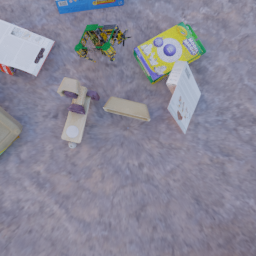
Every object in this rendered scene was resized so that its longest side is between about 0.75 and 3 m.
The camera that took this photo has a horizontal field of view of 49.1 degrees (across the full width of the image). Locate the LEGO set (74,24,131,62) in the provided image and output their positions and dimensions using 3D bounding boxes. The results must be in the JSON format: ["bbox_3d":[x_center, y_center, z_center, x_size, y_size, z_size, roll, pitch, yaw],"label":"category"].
[{"bbox_3d":[-0.782,-2.657,9.128,1.703,0.987,1.310,1,68,29],"label":"LEGO set"}]

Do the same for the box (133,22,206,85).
[{"bbox_3d":[1.431,-2.541,9.275,2.204,0.533,1.293,-31,84,-7],"label":"box"}]

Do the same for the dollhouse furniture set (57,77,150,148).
[{"bbox_3d":[-0.690,-0.105,8.065,2.552,2.022,1.811,14,85,2],"label":"dollhouse furniture set"}]

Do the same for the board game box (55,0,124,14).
[{"bbox_3d":[-1.548,-5.629,10.532,2.494,0.697,2.442,-9,69,-3],"label":"board game box"}]

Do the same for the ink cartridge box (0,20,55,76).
[{"bbox_3d":[-4.014,-2.661,9.372,2.798,0.704,1.524,21,70,-2],"label":"ink cartridge box"}]

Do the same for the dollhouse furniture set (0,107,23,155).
[{"bbox_3d":[-4.909,-0.252,8.542,2.996,1.503,1.962,44,81,-14],"label":"dollhouse furniture set"}]

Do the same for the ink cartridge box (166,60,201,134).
[{"bbox_3d":[1.552,-0.845,8.218,0.378,1.737,1.507,15,73,34],"label":"ink cartridge box"}]
